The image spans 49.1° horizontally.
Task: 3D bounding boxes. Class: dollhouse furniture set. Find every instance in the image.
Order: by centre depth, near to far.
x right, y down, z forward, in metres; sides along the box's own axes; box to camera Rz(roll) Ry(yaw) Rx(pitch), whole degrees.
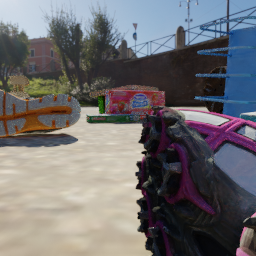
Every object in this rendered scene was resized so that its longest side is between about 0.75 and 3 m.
[{"bbox_3d":[-4.110,-1.201,11.447,1.185,1.821,1.673,-1,5,-18],"label":"dollhouse furniture set"}]

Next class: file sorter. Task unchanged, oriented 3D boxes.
[{"bbox_3d":[2.989,-1.417,7.671,1.722,2.807,1.948,-4,11,-29],"label":"file sorter"}]

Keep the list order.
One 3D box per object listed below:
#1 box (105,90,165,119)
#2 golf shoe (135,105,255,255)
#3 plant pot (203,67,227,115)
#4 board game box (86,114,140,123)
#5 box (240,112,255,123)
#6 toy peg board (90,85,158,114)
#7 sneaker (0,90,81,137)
[{"bbox_3d":[0.310,-1.056,12.802,2.577,1.284,1.230,-1,5,-20],"label":"box"},{"bbox_3d":[0.529,0.347,1.000,0.857,0.675,1.860,3,13,-13],"label":"golf shoe"},{"bbox_3d":[4.155,-1.330,10.156,2.274,2.297,2.297,-2,5,-20],"label":"plant pot"},{"bbox_3d":[-0.632,-0.402,11.181,1.949,0.284,1.312,-1,6,-14],"label":"board game box"},{"bbox_3d":[2.656,0.025,4.597,0.990,0.591,2.406,4,6,37],"label":"box"},{"bbox_3d":[-0.116,-1.373,14.891,2.706,1.329,2.717,-4,2,33],"label":"toy peg board"},{"bbox_3d":[-2.471,-0.258,6.452,2.662,1.042,1.028,2,-8,-18],"label":"sneaker"}]
